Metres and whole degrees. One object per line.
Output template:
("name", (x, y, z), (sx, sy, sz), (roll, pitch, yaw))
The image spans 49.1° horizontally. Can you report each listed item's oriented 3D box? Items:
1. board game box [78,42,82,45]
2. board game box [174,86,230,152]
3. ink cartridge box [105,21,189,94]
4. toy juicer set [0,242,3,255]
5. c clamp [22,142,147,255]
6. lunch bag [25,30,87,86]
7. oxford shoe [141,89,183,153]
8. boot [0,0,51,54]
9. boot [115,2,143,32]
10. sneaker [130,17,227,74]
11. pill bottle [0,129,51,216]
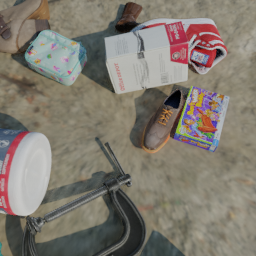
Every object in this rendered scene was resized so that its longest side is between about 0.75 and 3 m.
("board game box", (-1.933, -2.203, 8.453), (1.180, 0.172, 0.794), (-10, 60, -6))
("board game box", (1.913, -0.265, 7.235), (1.052, 0.350, 1.564), (18, 62, 10))
("ink cartridge box", (0.490, -1.766, 7.284), (2.000, 1.452, 0.834), (-10, 61, 4))
("toy juicer set", (-2.930, 2.857, 5.385), (1.292, 0.553, 2.032), (-18, 70, 5))
("c clamp", (-0.917, 1.879, 5.842), (2.864, 0.388, 2.446), (-28, 67, -27))
("lunch bag", (-2.018, -2.034, 7.902), (1.571, 0.606, 1.260), (27, 74, 6))
("oxford shoe", (0.857, -0.225, 7.005), (0.661, 0.676, 1.853), (23, 62, 13))
("boot", (-3.489, -3.494, 8.769), (1.980, 0.951, 2.708), (-10, 60, -4))
("boot", (0.322, -3.603, 9.152), (1.221, 0.421, 1.310), (17, 57, 7))
("sneaker", (1.437, -2.301, 8.022), (2.864, 1.020, 1.611), (-11, 57, -8))
("pill bottle", (-3.250, 0.797, 5.844), (2.858, 1.709, 1.709), (5, 60, 4))
